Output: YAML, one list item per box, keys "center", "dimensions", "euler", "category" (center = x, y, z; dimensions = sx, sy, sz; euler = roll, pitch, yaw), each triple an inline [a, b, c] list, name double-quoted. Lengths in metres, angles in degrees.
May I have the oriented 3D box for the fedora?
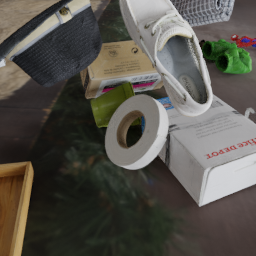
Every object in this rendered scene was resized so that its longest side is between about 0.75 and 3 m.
- center: [-1.279, -1.588, 5.355]
  dimensions: [2.484, 1.134, 2.484]
  euler: [-30, 22, 14]
  category: "fedora"

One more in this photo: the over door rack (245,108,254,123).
- center: [3.919, 0.305, 6.888]
  dimensions: [1.454, 0.655, 1.968]
  euler: [-12, 60, -15]
  category: "over door rack"

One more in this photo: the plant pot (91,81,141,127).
- center: [-0.370, -0.550, 7.854]
  dimensions: [1.212, 1.258, 1.258]
  euler: [-15, 38, -1]
  category: "plant pot"

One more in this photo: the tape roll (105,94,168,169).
- center: [0.162, 0.077, 6.584]
  dimensions: [0.329, 1.803, 1.803]
  euler: [27, 18, -40]
  category: "tape roll"

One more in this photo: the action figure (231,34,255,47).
- center: [5.872, -3.828, 12.619]
  dimensions: [2.551, 0.659, 0.835]
  euler: [23, 45, 32]
  category: "action figure"

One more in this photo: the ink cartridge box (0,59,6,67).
- center: [-6.893, -2.659, 11.036]
  dimensions: [2.862, 0.582, 2.868]
  euler: [27, 44, 31]
  category: "ink cartridge box"

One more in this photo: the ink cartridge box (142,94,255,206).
- center: [1.769, 0.253, 6.666]
  dimensions: [1.964, 1.152, 2.682]
  euler: [-15, 40, -18]
  category: "ink cartridge box"

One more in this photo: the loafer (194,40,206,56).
- center: [3.189, -3.560, 12.345]
  dimensions: [0.462, 0.452, 1.266]
  euler: [9, 38, 12]
  category: "loafer"

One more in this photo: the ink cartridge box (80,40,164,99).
- center: [-0.005, -1.766, 8.536]
  dimensions: [2.701, 1.014, 2.225]
  euler: [-10, -6, -12]
  category: "ink cartridge box"

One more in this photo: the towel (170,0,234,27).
- center: [1.621, -3.171, 5.999]
  dimensions: [0.774, 1.809, 1.498]
  euler: [12, 3, -33]
  category: "towel"

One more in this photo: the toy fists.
- center: [3.971, -2.870, 11.073]
  dimensions: [1.229, 0.829, 2.411]
  euler: [3, 34, -17]
  category: "toy fists"

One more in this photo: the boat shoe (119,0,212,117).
- center: [0.748, -1.572, 4.974]
  dimensions: [1.013, 2.862, 0.992]
  euler: [-30, -3, -1]
  category: "boat shoe"

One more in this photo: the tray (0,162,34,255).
- center: [-2.581, 1.657, 5.423]
  dimensions: [1.160, 0.435, 2.351]
  euler: [-5, 36, -7]
  category: "tray"
